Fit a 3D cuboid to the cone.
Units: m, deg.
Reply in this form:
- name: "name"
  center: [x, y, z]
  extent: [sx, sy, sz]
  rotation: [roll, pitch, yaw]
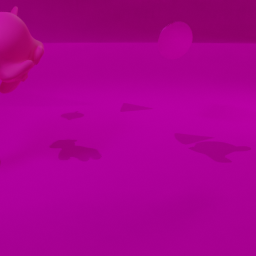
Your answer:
- name: "cone"
  center: [1.364, -3.155, 9.577]
  extent: [1.229, 1.229, 1.234]
  rotation: [-6, 35, -17]

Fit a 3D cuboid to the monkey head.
- name: "monkey head"
  center: [-2.234, -1.292, 4.924]
  extent: [1.362, 1.141, 1.893]
  rotation: [-35, 25, 43]
